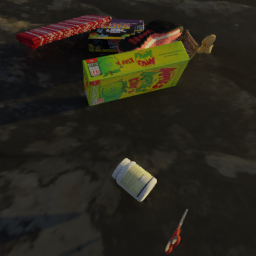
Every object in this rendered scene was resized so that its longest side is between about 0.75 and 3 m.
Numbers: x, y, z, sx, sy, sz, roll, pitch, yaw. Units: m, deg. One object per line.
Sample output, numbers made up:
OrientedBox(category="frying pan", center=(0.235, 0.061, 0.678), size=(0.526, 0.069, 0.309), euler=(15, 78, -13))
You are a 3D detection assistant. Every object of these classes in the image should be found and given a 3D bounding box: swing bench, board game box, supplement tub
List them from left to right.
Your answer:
OrientedBox(category="board game box", center=(-0.370, -3.258, 9.827), size=(1.834, 0.520, 1.516), euler=(2, 46, 1))
OrientedBox(category="board game box", center=(0.158, -1.429, 7.470), size=(2.620, 1.331, 0.624), euler=(-15, 71, -13))
OrientedBox(category="supplement tub", center=(0.122, 1.030, 5.621), size=(0.769, 0.557, 0.557), euler=(38, 56, 14))
OrientedBox(category="swing bench", center=(1.642, -2.726, 9.271), size=(1.006, 0.653, 1.001), euler=(-2, 46, -14))

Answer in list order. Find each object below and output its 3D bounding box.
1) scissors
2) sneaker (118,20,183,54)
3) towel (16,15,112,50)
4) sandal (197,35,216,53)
OrientedBox(category="scissors", center=(0.892, 1.875, 5.139), size=(0.072, 0.381, 1.041), euler=(37, 28, 4))
OrientedBox(category="sneaker", center=(0.693, -2.532, 8.659), size=(2.403, 1.042, 0.885), euler=(-32, 52, -21))
OrientedBox(category="towel", center=(-2.151, -3.228, 9.211), size=(2.767, 0.311, 2.001), euler=(-26, 33, -23))
OrientedBox(category="sandal", center=(2.522, -2.534, 8.917), size=(0.425, 1.160, 0.381), euler=(-10, 83, -5))
